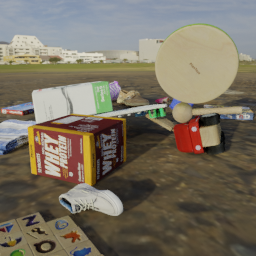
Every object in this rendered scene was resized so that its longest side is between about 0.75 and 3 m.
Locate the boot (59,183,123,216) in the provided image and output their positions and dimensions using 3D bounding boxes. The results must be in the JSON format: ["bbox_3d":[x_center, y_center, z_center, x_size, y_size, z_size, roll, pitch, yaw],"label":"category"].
[{"bbox_3d":[-0.680,1.324,4.834,0.590,0.454,1.234,-22,17,-40],"label":"boot"}]

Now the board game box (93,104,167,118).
[{"bbox_3d":[-0.434,-0.378,9.633,2.955,0.382,2.955,-10,5,-8],"label":"board game box"}]

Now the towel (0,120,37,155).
[{"bbox_3d":[-4.010,0.201,9.178,2.140,0.347,2.913,3,15,13],"label":"towel"}]

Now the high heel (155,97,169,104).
[{"bbox_3d":[2.020,-1.650,16.371,0.478,0.336,0.997,20,36,28],"label":"high heel"}]

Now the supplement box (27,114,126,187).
[{"bbox_3d":[-1.147,0.416,6.746,1.686,1.135,1.709,7,16,25],"label":"supplement box"}]

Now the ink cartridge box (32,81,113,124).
[{"bbox_3d":[-2.129,-1.022,10.488,2.685,1.128,1.959,-11,12,-15],"label":"ink cartridge box"}]

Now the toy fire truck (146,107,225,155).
[{"bbox_3d":[1.659,-0.007,8.450,2.222,1.430,1.956,-11,8,21],"label":"toy fire truck"}]

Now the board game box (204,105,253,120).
[{"bbox_3d":[4.481,-0.724,12.725,2.048,0.354,1.388,4,15,15],"label":"board game box"}]

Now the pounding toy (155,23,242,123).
[{"bbox_3d":[1.912,-1.597,7.691,2.065,2.676,1.242,-11,29,18],"label":"pounding toy"}]

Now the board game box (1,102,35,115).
[{"bbox_3d":[-4.916,-1.037,14.149,1.322,0.250,2.568,7,16,22],"label":"board game box"}]

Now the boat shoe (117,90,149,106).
[{"bbox_3d":[0.221,-1.620,15.035,0.903,0.818,2.534,0,10,-37],"label":"boat shoe"}]

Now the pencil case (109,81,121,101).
[{"bbox_3d":[-1.348,-2.061,16.317,1.121,1.142,2.671,23,23,19],"label":"pencil case"}]

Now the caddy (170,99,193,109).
[{"bbox_3d":[2.518,-1.018,13.199,0.996,0.740,1.409,27,20,11],"label":"caddy"}]

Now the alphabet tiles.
[{"bbox_3d":[-1.368,1.789,3.597,1.930,0.073,2.320,-9,17,-33],"label":"alphabet tiles"}]
